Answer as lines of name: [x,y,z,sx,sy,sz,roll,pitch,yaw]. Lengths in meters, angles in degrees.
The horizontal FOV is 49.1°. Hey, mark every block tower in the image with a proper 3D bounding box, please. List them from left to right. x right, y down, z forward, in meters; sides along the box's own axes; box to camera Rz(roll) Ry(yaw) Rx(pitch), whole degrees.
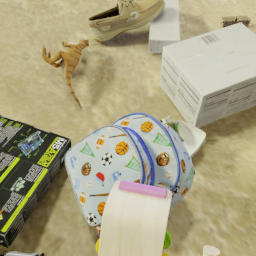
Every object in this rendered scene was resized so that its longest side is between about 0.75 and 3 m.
block tower: [4.213,-4.205,11.052,1.112,0.321,0.300,-3,57,-4]

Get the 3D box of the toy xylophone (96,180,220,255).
toy xylophone: [0.290,2.389,4.737,2.066,2.822,0.709,17,14,10]

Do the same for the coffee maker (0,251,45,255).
coffee maker: [-3.072,3.347,5.509,2.311,1.556,2.219,13,79,10]

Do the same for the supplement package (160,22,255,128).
supplement package: [2.738,-1.626,8.527,2.834,1.571,2.207,-20,56,-14]

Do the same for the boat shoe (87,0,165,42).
boat shoe: [-0.061,-4.201,10.212,2.945,0.957,1.063,-24,47,4]

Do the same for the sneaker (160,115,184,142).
sneaker: [1.318,0.003,7.845,0.394,0.342,0.889,-41,86,-5]

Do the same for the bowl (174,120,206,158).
bowl: [1.491,0.416,7.809,1.114,0.416,1.115,29,63,35]

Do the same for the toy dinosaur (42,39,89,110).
toy dinosaur: [-1.986,-2.135,9.189,1.574,0.895,2.963,9,59,0]

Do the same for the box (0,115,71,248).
box: [-3.339,0.985,6.944,2.867,0.705,2.969,19,45,6]

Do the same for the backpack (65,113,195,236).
backpack: [0.045,0.897,6.109,2.492,2.016,2.616,-35,66,12]

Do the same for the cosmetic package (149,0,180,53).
cosmetic package: [1.380,-3.951,10.649,1.095,0.672,2.653,2,56,5]
